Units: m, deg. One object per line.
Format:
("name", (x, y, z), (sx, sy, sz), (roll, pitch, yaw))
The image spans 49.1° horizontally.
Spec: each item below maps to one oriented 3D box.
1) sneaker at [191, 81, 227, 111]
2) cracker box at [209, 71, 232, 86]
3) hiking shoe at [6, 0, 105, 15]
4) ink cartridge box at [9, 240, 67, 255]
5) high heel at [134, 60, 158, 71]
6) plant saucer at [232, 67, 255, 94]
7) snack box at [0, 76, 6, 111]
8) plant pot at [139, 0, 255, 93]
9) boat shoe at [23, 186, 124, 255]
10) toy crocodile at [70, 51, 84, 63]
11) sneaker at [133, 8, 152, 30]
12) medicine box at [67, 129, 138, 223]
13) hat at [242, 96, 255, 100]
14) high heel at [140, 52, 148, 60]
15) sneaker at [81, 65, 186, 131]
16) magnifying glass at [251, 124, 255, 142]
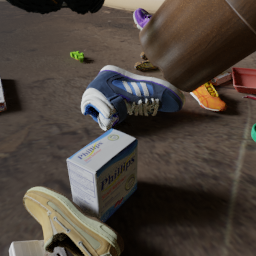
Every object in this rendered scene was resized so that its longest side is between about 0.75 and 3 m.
("sneaker", (2.688, -1.160, 9.547), (0.677, 0.716, 1.856), (-12, 38, -19))
("cracker box", (3.613, -2.080, 11.340), (1.030, 0.297, 0.690), (-24, 40, -33))
("hiking shoe", (-1.624, -2.978, 5.840), (2.247, 0.836, 0.974), (-3, 66, -28))
("ink cartridge box", (-1.425, 2.302, 4.639), (0.877, 0.222, 0.995), (11, 23, -36))
("high heel", (1.028, -2.731, 12.087), (1.436, 0.513, 1.023), (1, 23, 32))
("plant saucer", (5.045, -1.760, 10.794), (1.988, 0.365, 1.984), (8, 34, 13))
("snack box", (-5.096, -1.351, 10.156), (1.047, 0.354, 2.911), (-14, 35, -20))
("plant pot", (1.885, -2.414, 6.466), (2.737, 2.709, 2.737), (29, 40, -28))
("boat shoe", (-1.180, 1.777, 4.940), (2.209, 0.792, 0.841), (20, 39, 27))
("toy crocodile", (-2.432, -3.430, 13.426), (0.414, 0.378, 1.226), (-21, 34, -27))
("sneaker", (0.995, -4.101, 11.045), (0.805, 0.832, 1.995), (-35, 74, -13))
("medicine box", (-0.448, 0.954, 5.621), (0.724, 1.407, 1.282), (22, 39, 30))
("hat", (5.152, -0.360, 8.785), (1.942, 2.063, 2.344), (2, 69, -4))
("high heel", (1.347, -3.548, 13.343), (1.451, 0.518, 1.034), (-3, 23, 26))
("sneaker", (0.081, -0.573, 8.512), (2.991, 1.205, 2.190), (21, 57, 4))
("magnifying glass", (4.550, 0.629, 7.199), (1.182, 0.333, 2.970), (-18, 35, -26))
